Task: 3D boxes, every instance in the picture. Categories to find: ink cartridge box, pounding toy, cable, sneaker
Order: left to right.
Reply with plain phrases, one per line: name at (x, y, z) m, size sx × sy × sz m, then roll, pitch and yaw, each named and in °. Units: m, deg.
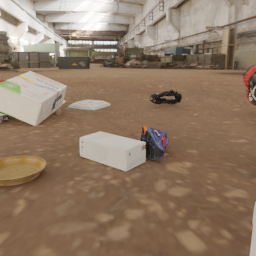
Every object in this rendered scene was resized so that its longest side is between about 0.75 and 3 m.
pounding toy at (-4.252, -1.310, 11.392) m, size 2.923 × 1.356 × 2.256 m, roll -4°, pitch 16°, yaw -15°
ink cartridge box at (-3.390, -1.254, 10.359) m, size 1.659 × 0.953 × 2.832 m, roll 22°, pitch 24°, yaw 0°
sneaker at (0.704, 0.307, 6.807) m, size 0.648 × 0.622 × 1.652 m, roll 4°, pitch 16°, yaw -4°
cable at (1.799, -1.378, 12.515) m, size 1.500 × 0.381 × 1.224 m, roll 8°, pitch -21°, yaw -33°
sneaker at (5.065, -1.377, 10.637) m, size 0.800 × 2.263 × 1.105 m, roll -40°, pitch 50°, yaw 3°

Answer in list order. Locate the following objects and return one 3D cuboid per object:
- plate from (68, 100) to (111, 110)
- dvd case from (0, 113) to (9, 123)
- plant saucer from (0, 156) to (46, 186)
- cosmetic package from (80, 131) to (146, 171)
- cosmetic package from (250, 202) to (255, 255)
plate at (-1.744, -1.083, 12.753) m, size 1.463 × 0.236 × 1.460 m, roll 7°, pitch 17°, yaw 26°
dvd case at (-5.714, -0.202, 9.302) m, size 1.947 × 0.294 × 2.668 m, roll 8°, pitch 18°, yaw 29°
plant saucer at (-2.216, 0.843, 5.456) m, size 1.220 × 0.216 × 1.220 m, roll 0°, pitch 15°, yaw 0°
cosmetic package at (-0.358, 0.486, 6.271) m, size 1.403 × 0.519 × 0.713 m, roll 14°, pitch 21°, yaw 37°
cosmetic package at (2.071, 1.327, 1.164) m, size 2.890 × 1.466 × 1.030 m, roll 5°, pitch 15°, yaw 14°
